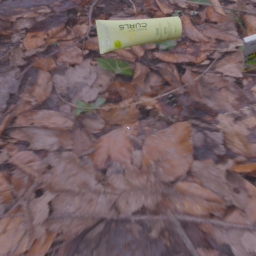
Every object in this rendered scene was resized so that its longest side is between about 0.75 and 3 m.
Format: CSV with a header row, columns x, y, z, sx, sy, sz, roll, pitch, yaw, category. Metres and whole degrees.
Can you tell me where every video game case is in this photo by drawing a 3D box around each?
x,y,z,sx,sy,sz,roll,pitch,yaw,category
3.798,-2.133,7.308,1.543,1.405,0.177,-17,64,14,video game case

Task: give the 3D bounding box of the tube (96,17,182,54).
x,y,z,sx,sy,sz,roll,pitch,yaw,category
0.192,-1.639,4.834,1.442,0.374,0.418,-9,75,-7,tube
